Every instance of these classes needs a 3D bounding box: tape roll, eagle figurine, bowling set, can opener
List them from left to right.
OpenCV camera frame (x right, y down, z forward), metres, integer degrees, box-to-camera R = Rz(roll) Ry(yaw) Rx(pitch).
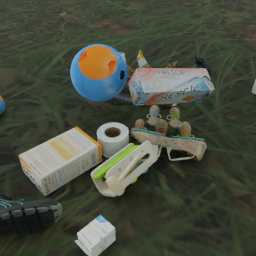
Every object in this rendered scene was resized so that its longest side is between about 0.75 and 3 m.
[{"bbox_3d":[-0.451,0.373,8.546,0.968,0.665,0.968,0,37,0],"label":"tape roll"},{"bbox_3d":[0.509,-1.913,10.985,2.895,2.184,2.196,-7,-19,42],"label":"eagle figurine"},{"bbox_3d":[1.081,-0.234,8.826,2.021,1.407,1.085,2,39,8],"label":"bowling set"},{"bbox_3d":[3.467,-2.878,13.079,0.524,0.423,1.333,12,40,-30],"label":"can opener"}]

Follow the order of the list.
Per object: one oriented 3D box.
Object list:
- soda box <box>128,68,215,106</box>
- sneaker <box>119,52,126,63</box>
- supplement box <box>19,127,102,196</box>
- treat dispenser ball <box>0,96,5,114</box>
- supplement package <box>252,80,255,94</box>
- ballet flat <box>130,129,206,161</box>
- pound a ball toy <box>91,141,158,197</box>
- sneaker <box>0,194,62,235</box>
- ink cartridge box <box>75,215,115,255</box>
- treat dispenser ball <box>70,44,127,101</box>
[{"bbox_3d":[1.211,-1.162,7.832,2.297,0.730,0.786,-6,68,-23],"label":"soda box"},{"bbox_3d":[-0.547,-2.240,10.201,0.562,0.748,1.502,-21,10,-27],"label":"sneaker"},{"bbox_3d":[-1.848,0.863,7.863,1.914,0.704,1.206,-29,46,-33],"label":"supplement box"},{"bbox_3d":[-4.861,-0.827,9.973,0.871,0.871,0.871,0,37,0],"label":"treat dispenser ball"},{"bbox_3d":[6.347,-1.994,10.340,1.726,2.244,2.347,-23,43,-27],"label":"supplement package"},{"bbox_3d":[1.126,0.538,8.247,2.278,0.775,0.766,9,83,12],"label":"ballet flat"},{"bbox_3d":[0.026,1.136,7.225,1.991,0.846,1.299,-35,15,-37],"label":"pound a ball toy"},{"bbox_3d":[-2.799,1.871,6.357,2.535,0.956,1.005,-7,36,-10],"label":"sneaker"},{"bbox_3d":[-0.713,2.383,6.055,0.767,0.480,0.493,-31,47,-34],"label":"ink cartridge box"},{"bbox_3d":[-0.932,-1.770,9.069,1.824,1.824,1.824,0,37,0],"label":"treat dispenser ball"}]
